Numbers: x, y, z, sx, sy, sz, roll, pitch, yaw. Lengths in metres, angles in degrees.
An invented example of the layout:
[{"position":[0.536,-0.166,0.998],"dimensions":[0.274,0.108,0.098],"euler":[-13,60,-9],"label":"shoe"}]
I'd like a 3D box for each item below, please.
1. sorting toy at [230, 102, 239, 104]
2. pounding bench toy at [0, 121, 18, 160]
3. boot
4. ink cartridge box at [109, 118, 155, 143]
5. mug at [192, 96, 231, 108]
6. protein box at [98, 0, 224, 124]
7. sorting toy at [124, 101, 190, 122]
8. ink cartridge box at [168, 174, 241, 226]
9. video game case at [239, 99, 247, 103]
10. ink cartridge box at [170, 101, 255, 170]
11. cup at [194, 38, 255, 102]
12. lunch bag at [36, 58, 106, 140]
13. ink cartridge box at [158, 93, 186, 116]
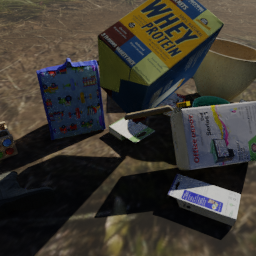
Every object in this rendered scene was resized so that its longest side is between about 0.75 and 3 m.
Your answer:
[{"position":[4.533,-0.688,11.320],"dimensions":[1.780,0.301,0.858],"euler":[2,38,2],"label":"sorting toy"},{"position":[-4.516,0.569,9.275],"dimensions":[1.330,0.826,1.037],"euler":[-22,43,-26],"label":"pounding bench toy"},{"position":[-3.157,1.687,7.894],"dimensions":[2.013,0.681,1.315],"euler":[-13,44,-13],"label":"boot"},{"position":[0.131,0.121,10.243],"dimensions":[1.034,0.341,1.421],"euler":[-30,47,-33],"label":"ink cartridge box"},{"position":[3.154,-0.340,10.239],"dimensions":[1.715,1.061,1.409],"euler":[16,40,20],"label":"mug"},{"position":[0.798,-2.094,8.503],"dimensions":[2.847,2.827,1.921],"euler":[-41,79,-16],"label":"protein box"},{"position":[0.646,-0.338,5.939],"dimensions":[1.407,0.188,1.049],"euler":[-11,4,5],"label":"sorting toy"},{"position":[2.114,1.968,7.856],"dimensions":[1.867,0.366,0.928],"euler":[18,41,19],"label":"ink cartridge box"},{"position":[4.571,-0.421,10.729],"dimensions":[1.028,0.136,1.438],"euler":[27,58,18],"label":"video game case"},{"position":[2.772,0.252,8.745],"dimensions":[2.523,1.827,1.060],"euler":[-6,-6,-9],"label":"ink cartridge box"},{"position":[3.950,-2.331,11.770],"dimensions":[2.965,2.120,2.965],"euler":[8,32,-5],"label":"cup"},{"position":[-1.982,-1.130,9.918],"dimensions":[2.037,2.706,1.273],"euler":[-12,39,-15],"label":"lunch bag"},{"position":[1.793,-1.008,11.596],"dimensions":[0.814,0.460,1.109],"euler":[20,42,23],"label":"ink cartridge box"}]
